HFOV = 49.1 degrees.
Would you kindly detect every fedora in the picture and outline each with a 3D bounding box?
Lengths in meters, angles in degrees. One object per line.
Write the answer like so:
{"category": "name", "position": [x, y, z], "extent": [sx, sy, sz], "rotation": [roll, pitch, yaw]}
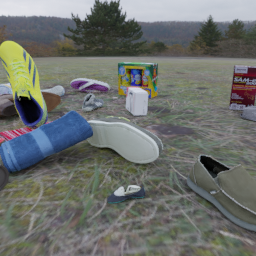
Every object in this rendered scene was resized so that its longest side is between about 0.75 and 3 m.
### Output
{"category": "fedora", "position": [5.106, -0.609, 11.332], "extent": [0.924, 0.472, 1.045], "rotation": [-15, 23, -38]}

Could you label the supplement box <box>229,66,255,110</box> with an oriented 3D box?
{"category": "supplement box", "position": [5.198, -1.783, 12.562], "extent": [1.050, 1.929, 0.587], "rotation": [6, 18, 18]}

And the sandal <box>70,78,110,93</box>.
{"category": "sandal", "position": [-2.319, -2.419, 16.603], "extent": [2.467, 1.004, 0.606], "rotation": [5, 59, 12]}

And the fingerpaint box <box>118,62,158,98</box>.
{"category": "fingerpaint box", "position": [0.518, -2.702, 15.611], "extent": [2.173, 1.813, 0.797], "rotation": [11, 21, 31]}

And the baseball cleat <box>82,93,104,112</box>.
{"category": "baseball cleat", "position": [-1.517, -1.224, 12.698], "extent": [0.527, 0.805, 1.512], "rotation": [20, 29, 16]}

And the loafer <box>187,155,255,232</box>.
{"category": "loafer", "position": [2.014, 1.153, 5.352], "extent": [0.865, 0.801, 2.299], "rotation": [-12, 21, -32]}

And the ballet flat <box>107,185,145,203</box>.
{"category": "ballet flat", "position": [-0.036, 1.316, 5.713], "extent": [0.818, 0.299, 0.299], "rotation": [-6, 19, -16]}

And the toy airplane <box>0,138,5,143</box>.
{"category": "toy airplane", "position": [-4.603, 0.422, 8.417], "extent": [1.668, 0.307, 1.668], "rotation": [4, 20, -2]}

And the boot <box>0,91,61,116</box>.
{"category": "boot", "position": [-4.714, -1.136, 12.093], "extent": [2.940, 1.033, 2.149], "rotation": [-17, 24, -41]}

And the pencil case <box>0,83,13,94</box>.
{"category": "pencil case", "position": [-5.613, -1.864, 14.118], "extent": [1.117, 1.023, 2.462], "rotation": [-38, 8, 16]}

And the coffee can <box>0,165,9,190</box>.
{"category": "coffee can", "position": [-3.122, 0.985, 6.130], "extent": [0.875, 0.640, 0.640], "rotation": [15, 23, 39]}

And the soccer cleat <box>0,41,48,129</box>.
{"category": "soccer cleat", "position": [-3.356, -1.392, 9.017], "extent": [0.966, 2.988, 1.250], "rotation": [-18, 7, -2]}

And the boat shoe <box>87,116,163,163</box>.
{"category": "boat shoe", "position": [-0.098, 0.203, 7.889], "extent": [0.879, 1.051, 2.940], "rotation": [-22, 24, -38]}

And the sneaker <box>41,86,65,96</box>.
{"category": "sneaker", "position": [-4.253, -1.722, 14.765], "extent": [1.834, 0.665, 0.659], "rotation": [-14, 58, -9]}

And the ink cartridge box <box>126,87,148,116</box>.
{"category": "ink cartridge box", "position": [0.366, -1.169, 12.150], "extent": [0.593, 1.019, 1.399], "rotation": [-3, 18, -17]}

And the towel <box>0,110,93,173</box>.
{"category": "towel", "position": [-2.166, 0.301, 7.445], "extent": [2.351, 0.571, 1.313], "rotation": [-25, 28, -20]}

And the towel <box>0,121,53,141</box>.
{"category": "towel", "position": [-2.843, 0.126, 9.412], "extent": [2.388, 0.268, 1.727], "rotation": [-15, 23, -39]}
